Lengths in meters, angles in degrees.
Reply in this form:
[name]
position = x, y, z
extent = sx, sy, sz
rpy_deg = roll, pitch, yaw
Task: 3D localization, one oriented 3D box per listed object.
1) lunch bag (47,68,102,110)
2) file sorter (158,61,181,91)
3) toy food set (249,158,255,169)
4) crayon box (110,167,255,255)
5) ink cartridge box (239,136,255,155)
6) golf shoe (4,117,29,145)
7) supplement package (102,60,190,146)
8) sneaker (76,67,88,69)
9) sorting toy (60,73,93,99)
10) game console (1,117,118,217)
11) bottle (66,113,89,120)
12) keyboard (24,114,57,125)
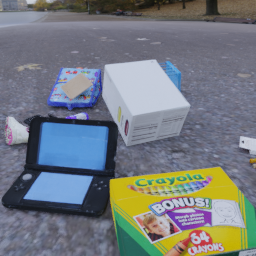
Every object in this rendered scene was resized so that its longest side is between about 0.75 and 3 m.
[lunch bag]
position = -2.533, -1.717, 13.610
extent = 2.089, 1.306, 2.775
rpy_deg = 3, 39, 5
[file sorter]
position = 1.647, -2.237, 13.941
extent = 1.399, 1.583, 2.281
rpy_deg = -5, 27, -4
[toy food set]
position = 4.104, 1.110, 8.513
extent = 0.362, 0.384, 0.805
rpy_deg = -6, -4, -12
[crayon box]
position = 1.216, 2.022, 6.206
extent = 2.967, 0.865, 2.560
rpy_deg = -5, 27, -9
[ink cartridge box]
position = 4.284, 0.615, 9.765
extent = 0.767, 0.195, 0.870
rpy_deg = 11, 28, 20
[golf shoe]
position = -4.117, 0.116, 10.414
extent = 0.851, 0.700, 1.859
rpy_deg = 5, 22, -31
[supplement package]
position = 0.527, -1.048, 10.540
extent = 2.212, 1.574, 2.840
rpy_deg = -11, 49, -21
[sneaker]
position = -3.166, -3.603, 17.929
extent = 0.738, 0.511, 1.318
rpy_deg = 8, 17, 24
[sorting toy]
position = -2.290, -1.864, 12.547
extent = 1.231, 0.225, 1.140
rpy_deg = -35, 52, -12
[game console]
position = -1.765, 0.928, 7.611
extent = 2.716, 1.581, 2.388
rpy_deg = 3, 27, 8
[bottle]
position = -2.162, -0.329, 11.307
extent = 1.166, 0.381, 0.487
rpy_deg = -19, 17, -42
[keyboard]
position = -3.273, -0.270, 11.315
extent = 2.068, 0.410, 1.077
rpy_deg = 23, 35, 36
